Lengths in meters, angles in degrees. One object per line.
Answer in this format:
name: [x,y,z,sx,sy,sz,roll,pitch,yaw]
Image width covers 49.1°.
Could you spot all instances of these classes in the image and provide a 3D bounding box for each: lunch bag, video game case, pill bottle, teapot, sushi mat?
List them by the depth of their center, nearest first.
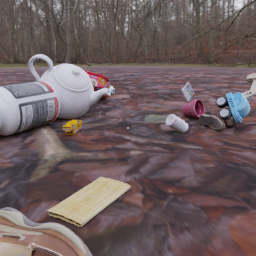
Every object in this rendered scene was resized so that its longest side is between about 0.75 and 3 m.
sushi mat: [-0.668,1.340,5.346,0.774,0.098,1.618,9,18,30]
pill bottle: [1.682,-0.134,9.546,0.751,0.425,0.425,27,0,-31]
pill bottle: [-3.863,-0.676,9.650,1.634,1.634,2.821,9,18,29]
teapot: [-2.477,-1.770,11.532,2.553,1.865,2.520,-12,60,-38]
video game case: [2.803,-1.692,13.087,0.078,0.618,0.863,-17,20,41]
lunch bag: [-2.122,-2.466,15.710,2.075,0.965,2.356,14,-6,2]

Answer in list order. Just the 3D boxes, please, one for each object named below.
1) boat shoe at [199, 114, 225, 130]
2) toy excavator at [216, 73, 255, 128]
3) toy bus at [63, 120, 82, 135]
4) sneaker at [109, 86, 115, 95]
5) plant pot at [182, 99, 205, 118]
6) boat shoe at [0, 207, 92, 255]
boat shoe: [3.164,-0.250,10.315,0.482,0.509,1.344,-3,18,-18]
toy excavator: [4.090,-1.008,10.048,1.708,0.853,1.661,-20,52,24]
toy bus: [-1.914,-0.034,9.674,0.337,0.406,1.036,4,16,8]
sneaker: [-1.091,-2.418,18.196,0.499,0.472,1.235,8,24,7]
plant pot: [2.732,-0.784,11.850,0.799,0.799,0.715,-15,7,-44]
boat shoe: [-1.252,1.592,3.416,2.054,0.778,0.737,0,16,36]
